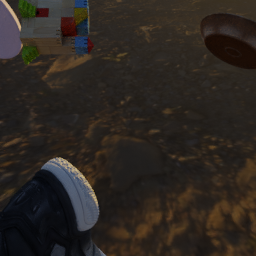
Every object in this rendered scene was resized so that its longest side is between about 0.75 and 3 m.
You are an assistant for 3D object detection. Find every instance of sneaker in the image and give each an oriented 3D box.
[{"bbox_3d":[-0.837,1.322,2.679,1.166,2.049,0.773,-30,41,-34],"label":"sneaker"}]

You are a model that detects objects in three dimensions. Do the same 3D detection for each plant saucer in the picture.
[{"bbox_3d":[2.666,-2.004,6.901,2.127,2.127,0.389,28,88,31],"label":"plant saucer"}]

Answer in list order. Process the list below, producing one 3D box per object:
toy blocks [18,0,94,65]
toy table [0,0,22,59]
[{"bbox_3d":[-1.332,-2.179,5.520,1.302,0.952,1.905,-2,67,-3],"label":"toy blocks"},{"bbox_3d":[-4.074,-3.371,8.036,2.334,2.539,1.487,-20,41,7],"label":"toy table"}]
